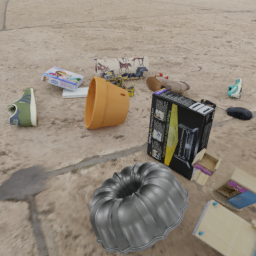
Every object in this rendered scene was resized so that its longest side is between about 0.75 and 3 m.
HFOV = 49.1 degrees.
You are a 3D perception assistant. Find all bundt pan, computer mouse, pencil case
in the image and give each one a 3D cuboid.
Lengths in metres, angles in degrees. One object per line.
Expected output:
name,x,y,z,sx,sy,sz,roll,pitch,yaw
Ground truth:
bundt pan,0.118,1.613,6.438,2.413,0.906,2.413,-24,19,9
computer mouse,4.207,-0.908,12.088,2.339,0.398,0.686,23,41,31
pencil case,-0.311,-3.166,14.761,2.952,1.148,1.320,-6,46,-8

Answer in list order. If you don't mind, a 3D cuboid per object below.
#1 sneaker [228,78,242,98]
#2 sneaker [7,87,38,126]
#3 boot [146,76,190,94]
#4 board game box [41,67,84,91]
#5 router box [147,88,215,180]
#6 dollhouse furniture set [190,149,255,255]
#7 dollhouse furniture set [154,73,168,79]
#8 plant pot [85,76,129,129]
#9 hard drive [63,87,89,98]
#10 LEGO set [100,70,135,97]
sneaker,5.166,-1.957,13.511,0.625,0.608,1.570,6,34,24
sneaker,-4.435,-0.929,11.655,1.165,0.870,2.594,-7,37,-18
boot,1.995,-2.103,13.723,1.464,0.703,2.002,-8,27,-28
board game box,-3.177,-2.455,13.820,1.661,0.342,1.657,18,25,-3
router box,1.530,0.188,8.686,1.853,2.356,0.615,30,41,35
dollhouse furniture set,2.070,2.109,6.809,2.069,1.430,2.192,31,62,8
dollhouse furniture set,1.764,-2.603,14.508,0.656,0.495,1.218,11,36,16
plant pot,-0.812,-0.886,10.886,1.396,1.994,1.994,8,31,-18
hard drive,-2.472,-1.698,13.454,1.259,0.165,0.831,-4,32,-5
LEGO set,-0.531,-2.185,13.344,1.446,1.089,1.880,-13,37,-18
